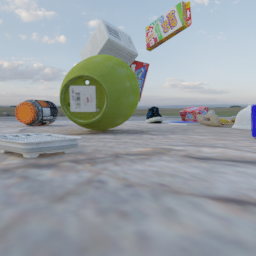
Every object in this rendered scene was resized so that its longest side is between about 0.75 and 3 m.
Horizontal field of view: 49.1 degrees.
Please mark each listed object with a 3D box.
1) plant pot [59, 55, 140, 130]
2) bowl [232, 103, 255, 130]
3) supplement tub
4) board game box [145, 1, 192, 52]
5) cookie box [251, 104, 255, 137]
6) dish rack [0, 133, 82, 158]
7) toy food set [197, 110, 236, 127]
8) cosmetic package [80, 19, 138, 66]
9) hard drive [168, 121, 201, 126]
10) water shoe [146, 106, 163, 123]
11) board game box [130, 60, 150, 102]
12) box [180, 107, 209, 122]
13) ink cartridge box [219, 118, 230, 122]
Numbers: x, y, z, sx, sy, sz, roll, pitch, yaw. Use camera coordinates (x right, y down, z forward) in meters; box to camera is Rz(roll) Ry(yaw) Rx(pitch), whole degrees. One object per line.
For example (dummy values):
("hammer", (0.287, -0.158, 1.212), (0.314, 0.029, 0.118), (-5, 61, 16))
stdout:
("plant pot", (-1.023, -0.982, 8.630), (2.636, 2.636, 2.818), (0, 12, 6))
("bowl", (5.012, -0.432, 10.379), (2.174, 0.977, 2.174), (0, 2, 0))
("supplement tub", (-4.305, -0.724, 13.268), (1.237, 1.237, 2.020), (1, 3, 15))
("board game box", (1.568, -4.091, 11.278), (0.351, 1.118, 2.339), (13, -21, -38))
("cookie box", (4.110, -0.184, 6.902), (1.865, 0.819, 2.181), (2, 3, 28))
("dish rack", (-1.407, 0.247, 4.249), (1.198, 0.261, 1.028), (3, 3, 41))
("toy food set", (4.601, -0.448, 12.673), (2.439, 0.737, 1.750), (-1, 3, -15))
("cosmetic package", (-0.815, -2.991, 11.324), (1.485, 1.484, 1.800), (19, -52, -34))
("hard drive", (2.785, -0.226, 13.797), (0.924, 0.178, 1.401), (-2, 3, -28))
("water shoe", (1.492, -0.808, 16.870), (0.914, 1.009, 2.558), (0, 3, -6))
("board game box", (0.388, -2.604, 15.363), (1.112, 2.161, 0.210), (14, -1, 3))
("box", (3.816, -0.741, 16.051), (0.798, 0.764, 1.601), (-25, 14, -25))
("ink cartridge box", (5.282, -0.403, 16.189), (1.684, 0.312, 0.797), (3, 5, 8))
